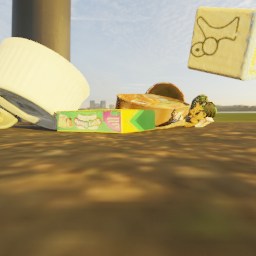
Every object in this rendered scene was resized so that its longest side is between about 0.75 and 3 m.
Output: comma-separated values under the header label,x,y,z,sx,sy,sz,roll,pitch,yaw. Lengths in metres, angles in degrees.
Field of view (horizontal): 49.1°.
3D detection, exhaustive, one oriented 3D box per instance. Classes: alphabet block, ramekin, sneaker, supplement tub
label,x,y,z,sx,sy,sz,roll,pitch,yaw
alphabet block,3.814,-3.018,9.959,2.261,2.249,2.302,-11,27,-40
ramekin,-2.036,-0.843,6.192,2.156,1.051,2.156,21,-19,8
sneaker,3.016,-0.935,11.665,0.955,1.043,2.448,4,2,-1
supplement tub,1.280,-0.900,11.512,1.591,1.591,2.975,0,-1,-2

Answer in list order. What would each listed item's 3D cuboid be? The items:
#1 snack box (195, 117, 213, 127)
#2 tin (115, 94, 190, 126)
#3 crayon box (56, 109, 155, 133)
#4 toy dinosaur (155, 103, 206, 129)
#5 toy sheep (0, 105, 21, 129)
label,x,y,z,sx,sy,sz,roll,pitch,yaw
snack box,2.596,-0.192,9.547,0.445,0.151,1.238,-28,-11,23
tin,0.771,-0.572,8.083,1.620,0.606,2.893,14,13,28
crayon box,-0.411,-0.154,5.548,1.506,0.439,1.299,1,2,31
toy dinosaur,1.424,-0.160,6.707,1.546,0.467,0.821,-11,-25,-35
toy sheep,-3.351,-0.630,7.377,1.321,1.321,1.917,0,26,-16
